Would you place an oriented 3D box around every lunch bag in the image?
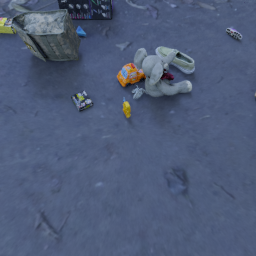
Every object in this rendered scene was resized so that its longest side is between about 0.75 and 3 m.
[{"bbox_3d":[-3.385,-3.739,11.593,2.340,1.919,1.376,1,69,8],"label":"lunch bag"}]

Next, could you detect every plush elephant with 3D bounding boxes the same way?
[{"bbox_3d":[1.166,-2.185,10.774,2.325,1.801,1.915,-24,59,-15],"label":"plush elephant"}]

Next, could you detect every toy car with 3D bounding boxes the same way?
[{"bbox_3d":[0.257,-1.647,11.020,1.197,0.812,2.439,-7,56,-4],"label":"toy car"}]

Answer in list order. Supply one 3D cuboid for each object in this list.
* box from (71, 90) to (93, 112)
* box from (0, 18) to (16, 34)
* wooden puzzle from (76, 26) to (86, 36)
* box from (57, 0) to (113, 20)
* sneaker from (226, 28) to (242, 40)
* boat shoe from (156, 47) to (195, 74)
[{"bbox_3d":[-1.808,-1.073,11.013,0.620,0.171,0.773,-26,60,-17],"label":"box"},{"bbox_3d":[-6.227,-4.949,13.455,1.770,0.444,0.666,5,56,3],"label":"box"},{"bbox_3d":[-3.555,-4.491,13.183,2.818,0.330,1.901,-21,60,-12],"label":"wooden puzzle"},{"bbox_3d":[-2.056,-6.409,13.876,2.589,1.373,1.583,0,56,1],"label":"box"},{"bbox_3d":[5.067,-4.503,13.231,0.369,0.356,0.884,-27,60,-24],"label":"sneaker"},{"bbox_3d":[2.068,-3.084,12.097,1.985,0.616,0.715,35,63,21],"label":"boat shoe"}]
